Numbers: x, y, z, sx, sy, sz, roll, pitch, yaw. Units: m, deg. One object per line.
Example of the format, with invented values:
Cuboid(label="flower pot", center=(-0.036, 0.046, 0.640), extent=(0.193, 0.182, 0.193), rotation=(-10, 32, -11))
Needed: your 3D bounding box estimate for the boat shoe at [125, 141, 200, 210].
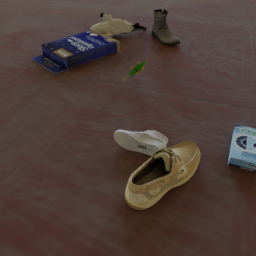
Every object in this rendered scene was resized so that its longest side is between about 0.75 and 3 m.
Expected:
Cuboid(label="boat shoe", center=(0.783, 0.771, 5.630), extent=(2.104, 0.683, 0.759), rotation=(-31, 48, -33))

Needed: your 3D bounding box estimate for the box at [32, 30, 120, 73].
Cuboid(label="box", center=(-1.939, -2.939, 10.508), extent=(2.910, 0.472, 1.763), rotation=(-31, 48, -31))

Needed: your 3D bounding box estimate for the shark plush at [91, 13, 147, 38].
Cuboid(label="shark plush", center=(-0.392, -4.466, 12.205), extent=(2.405, 1.092, 1.002), rotation=(-17, 11, -14))

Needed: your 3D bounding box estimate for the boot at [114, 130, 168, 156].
Cuboid(label="boot", center=(0.316, 0.258, 6.555), extent=(1.220, 0.449, 0.583), rotation=(22, 36, 13))

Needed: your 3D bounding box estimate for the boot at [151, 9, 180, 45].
Cuboid(label="boot", center=(1.501, -4.150, 11.448), extent=(0.615, 1.161, 1.763), rotation=(-22, 43, -27))

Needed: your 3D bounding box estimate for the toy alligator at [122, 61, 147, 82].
Cuboid(label="toy alligator", center=(0.206, -1.798, 8.854), extent=(0.964, 0.286, 0.262), rotation=(-38, 5, 16))

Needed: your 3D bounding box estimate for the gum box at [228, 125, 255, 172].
Cuboid(label="gum box", center=(2.880, 0.480, 6.327), extent=(1.043, 0.274, 1.228), rotation=(14, 41, 17))
